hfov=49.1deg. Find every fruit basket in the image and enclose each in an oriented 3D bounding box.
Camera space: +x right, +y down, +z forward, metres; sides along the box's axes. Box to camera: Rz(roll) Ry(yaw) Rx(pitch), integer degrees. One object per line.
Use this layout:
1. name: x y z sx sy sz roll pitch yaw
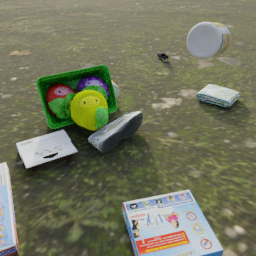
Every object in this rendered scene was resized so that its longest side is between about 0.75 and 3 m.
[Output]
1. fruit basket: -1.654 -1.022 10.034 2.963 2.137 2.963 -13 11 2

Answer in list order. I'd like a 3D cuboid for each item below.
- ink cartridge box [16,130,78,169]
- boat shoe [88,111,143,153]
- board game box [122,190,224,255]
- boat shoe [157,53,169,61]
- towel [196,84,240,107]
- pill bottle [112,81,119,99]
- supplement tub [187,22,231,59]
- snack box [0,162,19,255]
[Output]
1. ink cartridge box: -2.592 0.735 9.003 1.636 0.356 1.420 -18 39 -24
2. boat shoe: -0.335 0.006 9.676 0.726 0.834 2.264 30 51 30
3. board game box: 0.935 2.375 6.474 1.793 0.501 1.756 -8 36 -11
4. boat shoe: 2.015 -4.151 16.148 0.396 0.331 1.063 -17 36 -20
5. towel: 3.912 -1.407 12.135 1.528 0.368 1.308 24 38 31
6. pill bottle: -1.073 -1.834 12.286 0.883 0.883 1.586 -15 36 -20
7. supplement tub: 2.679 -2.856 9.122 1.102 1.102 1.523 21 27 28
8. snack box: -3.499 2.022 7.107 1.065 0.360 2.964 -14 37 -19
